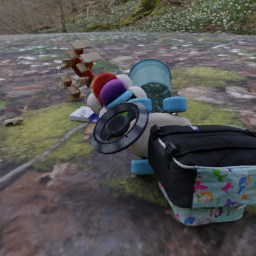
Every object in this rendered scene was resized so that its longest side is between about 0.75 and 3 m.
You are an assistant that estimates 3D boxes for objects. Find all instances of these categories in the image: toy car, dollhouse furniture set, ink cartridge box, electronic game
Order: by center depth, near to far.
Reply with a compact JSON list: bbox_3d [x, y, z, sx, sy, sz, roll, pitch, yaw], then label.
[{"bbox_3d":[-0.236,-0.040,7.235,1.696,0.353,1.696,-22,40,20],"label":"electronic game"},{"bbox_3d":[0.828,0.284,8.976,2.057,2.143,2.325,-3,-4,-7],"label":"toy car"},{"bbox_3d":[-0.552,-1.275,10.792,1.999,1.713,2.285,-37,54,-7],"label":"toy car"},{"bbox_3d":[-1.742,-0.613,12.373,1.251,0.254,1.249,8,25,17],"label":"ink cartridge box"},{"bbox_3d":[-1.927,-2.368,13.588,1.476,2.865,2.834,-26,71,-39],"label":"dollhouse furniture set"}]

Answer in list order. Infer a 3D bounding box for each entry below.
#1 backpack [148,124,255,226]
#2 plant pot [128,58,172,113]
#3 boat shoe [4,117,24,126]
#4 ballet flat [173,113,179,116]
[{"bbox_3d":[2.040,0.925,6.678,2.764,2.081,2.453,-8,23,-11],"label":"backpack"},{"bbox_3d":[1.082,-1.830,13.035,2.213,2.213,2.167,0,32,0],"label":"plant pot"},{"bbox_3d":[-4.700,-0.223,11.567,0.765,0.274,0.291,-14,41,-13],"label":"boat shoe"},{"bbox_3d":[1.395,-0.342,10.322,1.041,0.340,0.367,-32,63,-7],"label":"ballet flat"}]
